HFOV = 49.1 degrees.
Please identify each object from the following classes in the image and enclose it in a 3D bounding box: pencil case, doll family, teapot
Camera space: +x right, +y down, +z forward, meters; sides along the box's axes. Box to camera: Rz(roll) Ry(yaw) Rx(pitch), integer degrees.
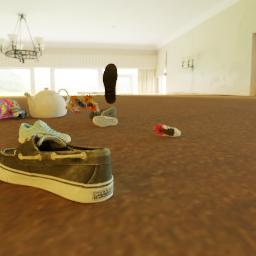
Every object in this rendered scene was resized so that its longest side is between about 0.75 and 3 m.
[{"bbox_3d":[-6.130,-0.878,13.534,1.032,1.032,2.335,0,10,2],"label":"pencil case"},{"bbox_3d":[-1.838,-1.030,11.310,1.502,0.677,0.932,0,-18,21],"label":"doll family"},{"bbox_3d":[-4.153,-1.379,14.624,2.026,1.499,2.052,-2,10,-6],"label":"teapot"}]

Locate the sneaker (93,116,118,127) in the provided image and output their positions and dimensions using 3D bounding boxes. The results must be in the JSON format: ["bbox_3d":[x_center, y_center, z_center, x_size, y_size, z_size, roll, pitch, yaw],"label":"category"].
[{"bbox_3d":[-1.073,-0.282,11.420,1.170,0.431,0.676,5,1,-43],"label":"sneaker"}]

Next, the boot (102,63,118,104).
[{"bbox_3d":[-0.682,-1.722,10.757,0.558,1.613,1.404,3,18,-3],"label":"boot"}]

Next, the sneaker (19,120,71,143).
[{"bbox_3d":[-2.367,0.124,7.800,1.606,0.658,0.593,2,10,14],"label":"sneaker"}]

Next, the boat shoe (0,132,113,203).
[{"bbox_3d":[-1.343,0.497,4.714,2.653,0.844,0.938,5,10,31],"label":"boat shoe"}]

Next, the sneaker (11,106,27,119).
[{"bbox_3d":[-5.370,-0.678,13.849,0.493,0.548,1.333,-18,-10,0],"label":"sneaker"}]

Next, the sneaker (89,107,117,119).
[{"bbox_3d":[-1.179,-0.734,13.600,0.828,0.583,1.558,7,12,25],"label":"sneaker"}]

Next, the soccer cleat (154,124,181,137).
[{"bbox_3d":[1.283,0.118,9.113,0.437,0.354,1.013,10,5,-35],"label":"soccer cleat"}]
